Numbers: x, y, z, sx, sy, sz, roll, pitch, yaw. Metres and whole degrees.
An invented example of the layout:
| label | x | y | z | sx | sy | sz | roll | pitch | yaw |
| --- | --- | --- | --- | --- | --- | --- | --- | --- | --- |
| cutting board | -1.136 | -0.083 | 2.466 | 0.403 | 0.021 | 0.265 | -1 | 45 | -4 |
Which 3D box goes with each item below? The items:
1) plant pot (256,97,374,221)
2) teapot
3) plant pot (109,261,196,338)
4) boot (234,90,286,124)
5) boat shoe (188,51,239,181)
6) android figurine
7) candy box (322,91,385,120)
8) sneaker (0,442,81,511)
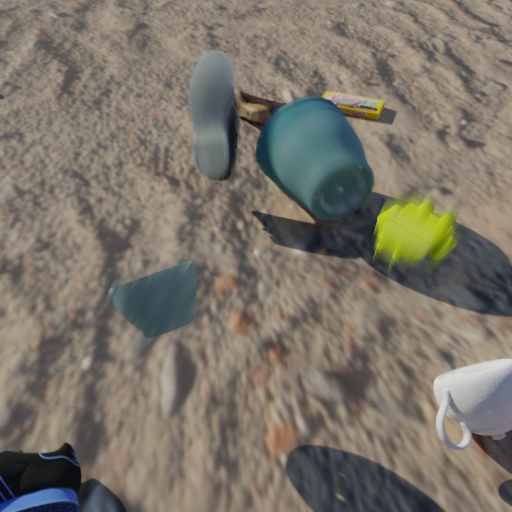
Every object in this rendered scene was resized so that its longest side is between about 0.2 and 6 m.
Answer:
| label | x | y | z | sx | sy | sz | roll | pitch | yaw |
| --- | --- | --- | --- | --- | --- | --- | --- | --- | --- |
| plant pot | 1.332 | -1.861 | 11.637 | 2.138 | 2.138 | 2.009 | -14 | 46 | -15 |
| teapot | 3.243 | 2.104 | 7.943 | 1.382 | 1.365 | 1.010 | -18 | 81 | 17 |
| plant pot | -1.357 | 0.656 | 7.922 | 1.222 | 0.819 | 1.222 | -19 | 3 | 1 |
| boot | 0.162 | -4.119 | 15.520 | 1.442 | 0.627 | 1.733 | -8 | 39 | -27 |
| boat shoe | -0.881 | -2.984 | 12.105 | 1.036 | 2.740 | 0.827 | 5 | -3 | 17 |
| android figurine | 2.089 | -0.320 | 7.414 | 1.139 | 0.234 | 1.037 | -34 | 53 | -28 |
| candy box | 2.680 | -4.254 | 15.792 | 1.741 | 0.230 | 0.890 | 15 | 41 | 16 |
| sneaker | -3.474 | 3.019 | 7.083 | 2.434 | 0.853 | 0.948 | -4 | 40 | -15 |
